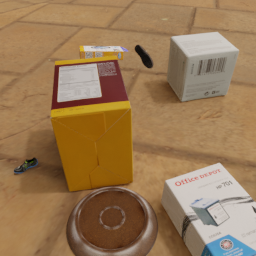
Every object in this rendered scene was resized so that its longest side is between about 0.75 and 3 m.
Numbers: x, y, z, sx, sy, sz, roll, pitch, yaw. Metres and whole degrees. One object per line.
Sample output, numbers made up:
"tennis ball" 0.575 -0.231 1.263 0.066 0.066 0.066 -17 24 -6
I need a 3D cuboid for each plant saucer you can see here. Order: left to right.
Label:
"plant saucer" -0.426 2.494 7.535 2.491 0.400 2.491 -1 40 1

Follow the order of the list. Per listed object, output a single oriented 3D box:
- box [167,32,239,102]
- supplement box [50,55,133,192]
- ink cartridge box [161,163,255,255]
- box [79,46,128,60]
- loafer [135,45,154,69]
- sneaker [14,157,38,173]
"box" 3.116 -2.699 12.274 2.280 2.291 1.963 -10 43 -11
"supplement box" -1.066 -0.208 8.732 1.981 2.942 2.983 -7 41 -6
"ink cartridge box" 2.268 2.317 7.192 1.861 1.092 2.542 -15 43 -17
"box" -0.934 -2.880 10.740 1.832 0.380 1.090 0 26 -10
"loafer" 0.650 -2.623 10.207 0.358 0.368 1.008 -21 78 -54
"sneaker" -3.342 1.195 9.120 0.810 0.336 0.287 -28 46 -30
